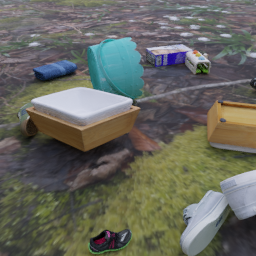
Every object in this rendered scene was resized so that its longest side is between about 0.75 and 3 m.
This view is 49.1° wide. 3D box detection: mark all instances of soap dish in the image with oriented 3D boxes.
[{"bbox_3d":[-1.290,-0.332,7.953,2.630,1.068,2.069,17,29,40],"label":"soap dish"},{"bbox_3d":[3.445,-0.068,8.160,2.153,0.874,1.694,8,33,11],"label":"soap dish"}]

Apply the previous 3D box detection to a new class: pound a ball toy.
[{"bbox_3d":[3.480,-3.223,13.310,1.177,0.767,1.805,-3,33,-5],"label":"pound a ball toy"}]

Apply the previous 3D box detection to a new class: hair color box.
[{"bbox_3d":[2.078,-3.682,14.149,2.075,0.673,1.134,-13,35,-16],"label":"hair color box"}]

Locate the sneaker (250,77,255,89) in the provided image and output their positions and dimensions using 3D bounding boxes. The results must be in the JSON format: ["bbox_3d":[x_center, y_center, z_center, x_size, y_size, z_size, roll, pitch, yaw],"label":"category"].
[{"bbox_3d":[5.504,-1.888,11.433,1.647,0.609,0.653,-12,24,-30],"label":"sneaker"}]

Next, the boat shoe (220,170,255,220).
[{"bbox_3d":[3.185,1.343,5.880,2.749,0.990,0.942,1,64,-33],"label":"boat shoe"}]

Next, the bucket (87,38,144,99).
[{"bbox_3d":[-0.509,-2.053,10.132,1.517,2.332,2.332,-14,34,-14],"label":"bucket"}]

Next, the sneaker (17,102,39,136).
[{"bbox_3d":[-3.166,-0.310,8.898,0.820,0.612,1.826,-5,32,11],"label":"sneaker"}]

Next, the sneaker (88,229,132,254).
[{"bbox_3d":[-0.316,2.078,5.216,0.864,0.362,0.331,-13,34,-19],"label":"sneaker"}]

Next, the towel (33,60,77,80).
[{"bbox_3d":[-3.248,-2.581,12.600,1.006,0.437,1.801,28,41,36],"label":"towel"}]

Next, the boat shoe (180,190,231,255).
[{"bbox_3d":[1.428,1.795,5.518,0.637,0.624,1.788,19,30,37],"label":"boat shoe"}]
